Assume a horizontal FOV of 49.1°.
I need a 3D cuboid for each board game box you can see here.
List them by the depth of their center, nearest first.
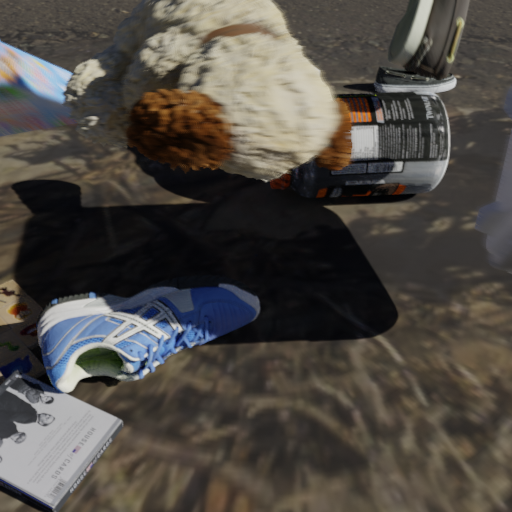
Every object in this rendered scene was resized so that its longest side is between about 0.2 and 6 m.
[{"bbox_3d":[-3.006,-1.769,6.028,1.786,0.432,2.361,-5,2,18],"label":"board game box"}]

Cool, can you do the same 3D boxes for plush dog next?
[{"bbox_3d":[-0.148,-1.310,4.153,2.165,1.737,1.859,-9,51,-31],"label":"plush dog"}]

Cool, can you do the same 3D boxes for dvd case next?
[{"bbox_3d":[-2.263,1.836,5.715,1.426,0.176,1.072,19,41,17],"label":"dvd case"}]

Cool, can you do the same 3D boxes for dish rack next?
[{"bbox_3d":[3.222,-1.656,5.404,0.828,3.803,3.264,21,65,8],"label":"dish rack"}]

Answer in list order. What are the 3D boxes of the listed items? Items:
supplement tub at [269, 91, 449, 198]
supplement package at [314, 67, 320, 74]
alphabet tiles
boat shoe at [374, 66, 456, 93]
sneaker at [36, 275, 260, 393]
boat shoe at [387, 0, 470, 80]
[{"bbox_3d":[1.605,-1.837,9.345,2.775,1.700,1.700,-2,37,-3],"label":"supplement tub"},{"bbox_3d":[1.036,-3.717,12.441,0.542,0.924,0.540,-14,39,-17],"label":"supplement package"},{"bbox_3d":[-3.880,1.224,6.650,2.743,0.104,2.293,-30,47,-34],"label":"alphabet tiles"},{"bbox_3d":[3.860,-4.286,13.475,2.026,0.574,0.695,-5,38,-6],"label":"boat shoe"},{"bbox_3d":[-1.175,0.926,6.454,2.560,0.969,0.986,-12,46,-7],"label":"sneaker"},{"bbox_3d":[2.810,-3.957,8.180,0.865,2.874,1.024,22,-5,-9],"label":"boat shoe"}]
